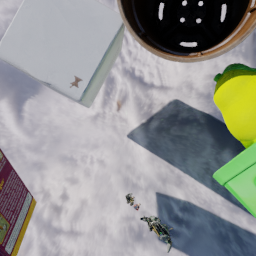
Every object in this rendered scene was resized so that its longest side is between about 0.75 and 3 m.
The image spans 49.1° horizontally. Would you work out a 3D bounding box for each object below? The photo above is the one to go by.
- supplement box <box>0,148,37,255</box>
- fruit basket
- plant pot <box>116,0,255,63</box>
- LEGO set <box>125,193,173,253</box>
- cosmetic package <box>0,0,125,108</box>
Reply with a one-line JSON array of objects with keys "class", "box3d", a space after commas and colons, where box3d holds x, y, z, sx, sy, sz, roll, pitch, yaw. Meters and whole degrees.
[{"class": "supplement box", "box3d": [-2.825, 1.238, 4.997, 1.181, 2.289, 1.498, -13, 32, 10]}, {"class": "fruit basket", "box3d": [3.024, 0.052, 5.506, 2.303, 3.193, 3.193, 5, 72, -40]}, {"class": "plant pot", "box3d": [1.359, -2.759, 6.094, 2.712, 2.684, 2.712, 2, 102, 12]}, {"class": "LEGO set", "box3d": [0.331, 1.248, 3.883, 0.262, 0.600, 0.924, -35, 85, -16]}, {"class": "cosmetic package", "box3d": [-1.337, -1.747, 6.391, 1.919, 2.293, 1.907, 29, 89, -4]}]
